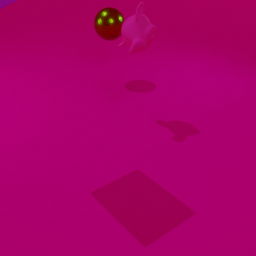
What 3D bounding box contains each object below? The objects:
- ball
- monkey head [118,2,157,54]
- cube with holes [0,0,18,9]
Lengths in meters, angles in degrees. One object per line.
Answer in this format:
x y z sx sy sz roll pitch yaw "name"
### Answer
-0.571 -3.224 8.703 0.980 0.980 0.980 0 35 0 "ball"
0.142 -2.102 6.326 0.774 1.284 0.924 41 50 3 "monkey head"
-1.839 -2.287 3.527 1.162 1.162 1.162 -40 47 -21 "cube with holes"
